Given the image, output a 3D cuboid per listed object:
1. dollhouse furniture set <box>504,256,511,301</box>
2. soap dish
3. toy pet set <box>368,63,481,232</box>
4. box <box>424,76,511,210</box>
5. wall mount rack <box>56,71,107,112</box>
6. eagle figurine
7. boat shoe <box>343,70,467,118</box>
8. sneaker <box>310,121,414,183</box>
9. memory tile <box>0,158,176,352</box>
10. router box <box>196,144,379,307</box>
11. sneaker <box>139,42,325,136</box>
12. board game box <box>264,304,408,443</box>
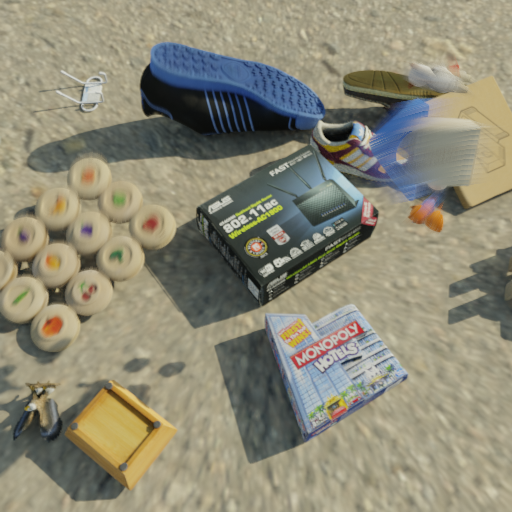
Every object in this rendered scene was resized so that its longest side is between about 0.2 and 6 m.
[{"bbox_3d":[4.869,0.104,8.349,1.794,0.924,1.774,17,64,9],"label":"dollhouse furniture set"},{"bbox_3d":[-1.783,2.280,7.315,1.194,0.485,0.939,31,63,19],"label":"soap dish"},{"bbox_3d":[1.621,-1.076,5.870,0.936,1.763,1.646,5,22,6],"label":"toy pet set"},{"bbox_3d":[3.867,-1.984,9.738,1.626,0.212,1.990,-23,85,-13],"label":"box"},{"bbox_3d":[-3.377,-3.274,10.910,0.865,0.371,0.995,-2,57,-1],"label":"wall mount rack"},{"bbox_3d":[-2.940,2.081,7.520,0.573,0.570,0.756,-4,85,45],"label":"eagle figurine"},{"bbox_3d":[2.747,-2.883,10.401,2.375,0.781,0.849,6,44,-1],"label":"boat shoe"},{"bbox_3d":[1.889,-1.852,9.708,1.918,0.864,0.719,8,58,5],"label":"sneaker"},{"bbox_3d":[-2.832,-0.111,8.616,2.145,0.235,2.798,37,76,16],"label":"memory tile"},{"bbox_3d":[0.495,-0.554,8.963,2.361,0.734,1.769,-32,63,-18],"label":"router box"},{"bbox_3d":[-0.449,-2.784,10.241,3.337,1.300,1.170,13,52,-17],"label":"sneaker"},{"bbox_3d":[0.947,1.371,7.860,1.735,0.535,1.734,-27,62,-16],"label":"board game box"}]
